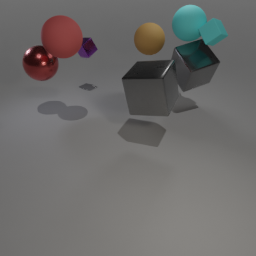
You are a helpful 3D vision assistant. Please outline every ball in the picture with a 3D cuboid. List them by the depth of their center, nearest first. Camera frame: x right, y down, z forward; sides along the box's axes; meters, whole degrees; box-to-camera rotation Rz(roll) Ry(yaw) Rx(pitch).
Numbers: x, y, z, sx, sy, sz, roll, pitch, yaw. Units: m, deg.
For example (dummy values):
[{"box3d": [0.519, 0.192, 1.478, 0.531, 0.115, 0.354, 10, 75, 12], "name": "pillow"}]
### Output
[{"box3d": [-2.253, -3.093, 9.555, 1.400, 1.400, 1.400, 0, 30, 0], "name": "ball"}, {"box3d": [-3.508, -2.597, 11.265, 1.400, 1.400, 1.400, 0, 30, 0], "name": "ball"}, {"box3d": [2.507, -4.273, 11.461, 1.400, 1.400, 1.400, 0, 30, 0], "name": "ball"}, {"box3d": [0.969, -4.013, 12.651, 1.400, 1.400, 1.400, 0, 30, 0], "name": "ball"}]

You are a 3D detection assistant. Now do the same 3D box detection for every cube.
[{"box3d": [0.801, -1.350, 9.397, 1.400, 1.400, 1.400, 4, 36, 25], "name": "cube"}, {"box3d": [3.255, -3.652, 10.700, 0.700, 0.700, 0.700, -30, -11, 40], "name": "cube"}, {"box3d": [2.748, -2.641, 11.881, 1.400, 1.400, 1.400, -21, 66, -14], "name": "cube"}, {"box3d": [-2.060, -3.916, 13.660, 0.700, 0.700, 0.700, 18, 60, 44], "name": "cube"}]
